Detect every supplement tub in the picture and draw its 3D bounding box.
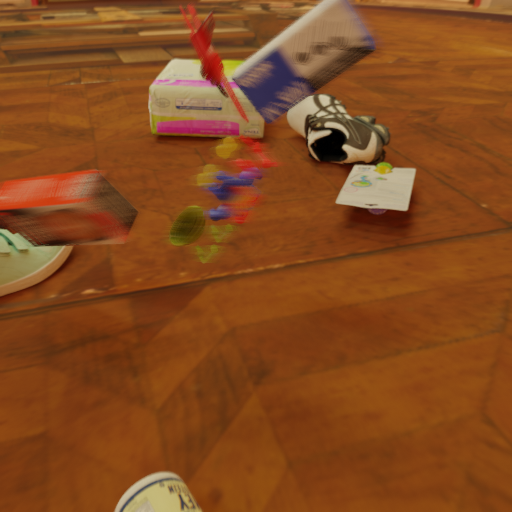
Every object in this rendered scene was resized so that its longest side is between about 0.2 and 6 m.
[{"bbox_3d":[-0.785,2.627,5.167,0.749,0.749,1.033,-19,37,-29],"label":"supplement tub"}]

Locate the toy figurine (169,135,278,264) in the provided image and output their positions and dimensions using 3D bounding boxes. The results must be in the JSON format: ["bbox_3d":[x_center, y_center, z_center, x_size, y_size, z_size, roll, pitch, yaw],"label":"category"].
[{"bbox_3d":[-0.225,-0.533,6.193,0.736,1.394,0.835,36,5,26],"label":"toy figurine"}]

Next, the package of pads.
[{"bbox_3d":[-1.375,-4.831,17.004,3.334,1.472,4.315,2,30,1],"label":"package of pads"}]

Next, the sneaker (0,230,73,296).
[{"bbox_3d":[-4.372,-0.322,9.058,1.145,1.835,3.111,19,34,31],"label":"sneaker"}]

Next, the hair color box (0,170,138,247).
[{"bbox_3d":[-2.666,-0.612,7.714,1.849,0.938,0.566,-2,56,31],"label":"hair color box"}]

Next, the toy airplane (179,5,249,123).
[{"bbox_3d":[-0.930,-3.944,11.194,0.520,2.827,2.827,-25,34,-1],"label":"toy airplane"}]

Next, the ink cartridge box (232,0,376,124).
[{"bbox_3d":[0.625,-2.667,7.656,1.802,0.847,0.398,-30,28,28],"label":"ink cartridge box"}]

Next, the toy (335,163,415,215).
[{"bbox_3d":[2.601,-1.325,11.993,1.388,0.569,2.410,7,32,17],"label":"toy"}]

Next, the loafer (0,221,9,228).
[{"bbox_3d":[-5.599,-0.862,11.152,2.303,0.828,0.725,17,50,38],"label":"loafer"}]

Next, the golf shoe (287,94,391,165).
[{"bbox_3d":[1.728,-3.296,14.540,1.670,1.375,3.536,-21,36,-31],"label":"golf shoe"}]
